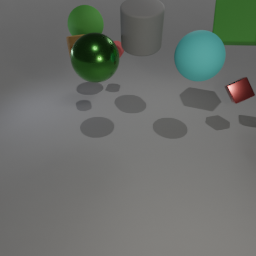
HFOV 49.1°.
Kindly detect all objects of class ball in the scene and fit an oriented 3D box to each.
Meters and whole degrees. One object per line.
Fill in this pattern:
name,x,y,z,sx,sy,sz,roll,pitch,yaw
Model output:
ball,-1.656,-4.065,10.980,1.400,1.400,1.400,0,33,0
ball,-0.940,-2.008,8.045,1.400,1.400,1.400,0,33,0
ball,2.012,-2.021,7.900,1.400,1.400,1.400,0,33,0

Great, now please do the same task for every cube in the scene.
cube,3.891,-1.310,9.796,0.700,0.700,0.700,-25,3,14
cube,3.800,-3.631,9.695,1.400,1.400,1.400,9,15,26

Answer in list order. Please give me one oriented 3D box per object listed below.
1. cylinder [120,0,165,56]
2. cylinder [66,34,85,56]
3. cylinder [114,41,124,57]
cylinder,0.455,-3.343,9.256,1.400,1.400,1.400,0,48,0
cylinder,-1.746,-2.859,9.774,0.700,0.700,0.700,-6,22,2
cylinder,-0.556,-3.381,12.210,0.700,0.700,0.700,5,29,7
